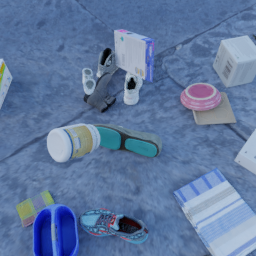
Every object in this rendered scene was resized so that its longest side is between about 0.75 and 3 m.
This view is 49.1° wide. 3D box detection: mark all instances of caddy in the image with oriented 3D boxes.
[{"bbox_3d":[-2.195,3.307,8.611,1.323,0.982,1.872,-10,57,-6],"label":"caddy"}]

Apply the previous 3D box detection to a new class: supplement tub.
[{"bbox_3d":[-1.714,0.432,8.988,1.056,1.056,1.460,43,33,25],"label":"supplement tub"}]

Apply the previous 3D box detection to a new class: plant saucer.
[{"bbox_3d":[3.068,-1.399,11.843,1.684,0.427,1.684,-7,40,6],"label":"plant saucer"}]

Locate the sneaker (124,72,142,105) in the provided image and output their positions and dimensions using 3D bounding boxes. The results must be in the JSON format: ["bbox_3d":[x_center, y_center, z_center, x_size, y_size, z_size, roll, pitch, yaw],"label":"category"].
[{"bbox_3d":[0.245,-2.046,12.188,0.793,1.011,2.036,2,56,1],"label":"sneaker"}]

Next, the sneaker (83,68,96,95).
[{"bbox_3d":[-1.394,-1.557,9.891,0.425,0.541,1.090,1,57,-14],"label":"sneaker"}]

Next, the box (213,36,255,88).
[{"bbox_3d":[4.854,-2.952,12.469,1.337,1.553,1.561,-12,57,-8],"label":"box"}]

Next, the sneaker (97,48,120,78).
[{"bbox_3d":[-0.668,-3.303,12.875,0.830,1.278,2.213,24,60,15],"label":"sneaker"}]

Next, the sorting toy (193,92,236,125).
[{"bbox_3d":[3.517,-0.813,11.822,1.754,0.320,1.624,-1,56,-6],"label":"sorting toy"}]

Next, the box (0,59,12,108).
[{"bbox_3d":[-6.024,-1.708,11.848,1.317,1.186,2.341,3,56,3],"label":"box"}]

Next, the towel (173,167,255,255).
[{"bbox_3d":[3.064,2.860,9.301,2.096,0.340,2.854,-24,59,-16],"label":"towel"}]

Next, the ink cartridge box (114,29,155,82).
[{"bbox_3d":[0.340,-3.039,11.626,0.556,1.582,2.652,-19,36,-27],"label":"ink cartridge box"}]

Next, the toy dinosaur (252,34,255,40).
[{"bbox_3d":[6.940,-3.974,13.383,2.866,1.464,1.945,0,70,-25],"label":"toy dinosaur"}]

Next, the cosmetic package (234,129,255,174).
[{"bbox_3d":[5.720,1.141,10.239,2.806,0.725,2.116,34,65,21],"label":"cosmetic package"}]

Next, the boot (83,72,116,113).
[{"bbox_3d":[-0.956,-1.507,12.152,1.190,0.631,1.807,31,72,16],"label":"boot"}]

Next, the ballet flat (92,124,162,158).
[{"bbox_3d":[-0.109,0.396,10.756,2.914,0.982,0.928,16,30,9],"label":"ballet flat"}]

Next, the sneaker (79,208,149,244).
[{"bbox_3d":[-0.454,2.923,8.797,2.275,1.087,0.902,9,56,6],"label":"sneaker"}]

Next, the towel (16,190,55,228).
[{"bbox_3d":[-3.128,2.717,9.519,1.219,0.139,0.875,-27,60,-18],"label":"towel"}]
